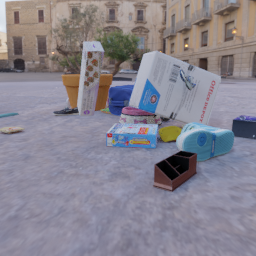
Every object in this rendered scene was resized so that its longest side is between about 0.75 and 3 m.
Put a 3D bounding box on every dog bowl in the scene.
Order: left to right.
[{"bbox_3d":[0.535,-0.527,12.113,1.847,0.681,1.847,0,13,0],"label":"dog bowl"}]

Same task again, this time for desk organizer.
[{"bbox_3d":[1.050,0.889,6.048,0.452,0.485,1.261,9,15,35],"label":"desk organizer"}]

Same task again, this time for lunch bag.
[{"bbox_3d":[-0.033,-1.393,14.105,2.219,1.507,1.468,11,16,41],"label":"lunch bag"}]

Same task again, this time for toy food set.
[{"bbox_3d":[1.518,0.257,9.426,1.080,0.353,0.636,-10,45,-20],"label":"toy food set"}]

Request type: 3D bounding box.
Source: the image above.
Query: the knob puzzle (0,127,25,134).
[{"bbox_3d":[-4.454,0.085,10.596,0.900,0.125,0.900,0,13,0],"label":"knob puzzle"}]

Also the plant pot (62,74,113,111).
[{"bbox_3d":[-2.321,-2.087,16.171,2.853,1.997,2.853,1,12,0],"label":"plant pot"}]

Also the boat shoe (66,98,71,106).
[{"bbox_3d":[-3.593,-1.690,17.776,0.527,0.558,1.555,4,11,18],"label":"boat shoe"}]

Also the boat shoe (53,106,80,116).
[{"bbox_3d":[-3.086,-0.905,14.326,1.497,0.470,0.544,-4,13,-19],"label":"boat shoe"}]

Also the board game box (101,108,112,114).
[{"bbox_3d":[-0.839,-0.953,15.175,0.654,0.205,1.369,11,13,33],"label":"board game box"}]

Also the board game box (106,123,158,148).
[{"bbox_3d":[0.189,0.224,9.215,1.538,0.439,1.571,2,12,8],"label":"board game box"}]

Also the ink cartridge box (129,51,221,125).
[{"bbox_3d":[1.792,-1.395,10.727,2.928,2.138,1.235,16,3,-21],"label":"ink cartridge box"}]

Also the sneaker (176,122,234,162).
[{"bbox_3d":[1.806,0.321,7.884,2.186,0.869,1.427,2,10,-39],"label":"sneaker"}]

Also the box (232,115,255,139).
[{"bbox_3d":[4.321,-0.048,10.054,0.871,0.614,1.177,9,15,33],"label":"box"}]

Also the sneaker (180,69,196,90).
[{"bbox_3d":[2.083,-1.723,9.759,0.340,0.798,0.308,-33,9,-1],"label":"sneaker"}]

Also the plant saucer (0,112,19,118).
[{"bbox_3d":[-6.088,-0.648,14.024,0.423,0.115,1.209,7,13,29],"label":"plant saucer"}]

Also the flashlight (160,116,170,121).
[{"bbox_3d":[1.464,-0.643,13.191,0.487,0.486,1.434,30,-4,-34],"label":"flashlight"}]

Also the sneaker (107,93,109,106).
[{"bbox_3d":[-0.617,-2.004,17.999,0.685,1.077,1.890,6,12,32],"label":"sneaker"}]

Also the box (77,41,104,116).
[{"bbox_3d":[-1.261,-1.507,9.119,0.524,2.710,0.562,-5,49,-20],"label":"box"}]
